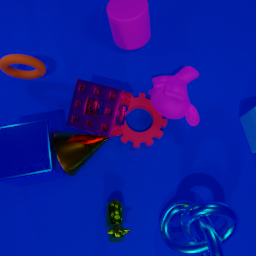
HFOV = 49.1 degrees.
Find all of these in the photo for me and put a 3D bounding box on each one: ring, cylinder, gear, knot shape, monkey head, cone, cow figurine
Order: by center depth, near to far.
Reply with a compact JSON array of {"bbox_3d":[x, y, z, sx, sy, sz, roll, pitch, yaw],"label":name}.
[{"bbox_3d":[1.655,2.565,6.975,1.930,0.953,2.063,11,108,39],"label":"knot shape"},{"bbox_3d":[-0.304,2.324,7.095,0.582,1.043,1.060,3,72,-12],"label":"cow figurine"},{"bbox_3d":[-1.063,0.449,7.384,1.309,1.305,1.305,-21,78,5],"label":"cone"},{"bbox_3d":[1.312,-0.944,7.614,1.370,1.148,1.905,-37,52,-14],"label":"monkey head"},{"bbox_3d":[-2.882,-1.665,7.701,1.212,1.212,0.242,-1,76,0],"label":"ring"},{"bbox_3d":[0.330,-0.234,8.144,1.557,0.288,1.557,0,77,-1],"label":"gear"},{"bbox_3d":[0.048,-3.115,8.210,1.155,1.155,1.155,-4,63,7],"label":"cylinder"}]

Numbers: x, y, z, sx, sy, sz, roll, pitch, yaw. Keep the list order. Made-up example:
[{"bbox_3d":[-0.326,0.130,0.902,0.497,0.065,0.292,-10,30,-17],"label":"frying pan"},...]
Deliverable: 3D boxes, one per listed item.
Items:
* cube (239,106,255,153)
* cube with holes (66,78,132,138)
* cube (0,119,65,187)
[{"bbox_3d":[3.956,-0.054,7.685,1.115,1.115,1.115,-15,77,-3],"label":"cube"},{"bbox_3d":[-0.695,-0.503,7.172,1.156,1.156,1.156,16,96,11],"label":"cube with holes"},{"bbox_3d":[-2.524,0.695,7.343,1.348,1.348,1.348,-10,73,-2],"label":"cube"}]
